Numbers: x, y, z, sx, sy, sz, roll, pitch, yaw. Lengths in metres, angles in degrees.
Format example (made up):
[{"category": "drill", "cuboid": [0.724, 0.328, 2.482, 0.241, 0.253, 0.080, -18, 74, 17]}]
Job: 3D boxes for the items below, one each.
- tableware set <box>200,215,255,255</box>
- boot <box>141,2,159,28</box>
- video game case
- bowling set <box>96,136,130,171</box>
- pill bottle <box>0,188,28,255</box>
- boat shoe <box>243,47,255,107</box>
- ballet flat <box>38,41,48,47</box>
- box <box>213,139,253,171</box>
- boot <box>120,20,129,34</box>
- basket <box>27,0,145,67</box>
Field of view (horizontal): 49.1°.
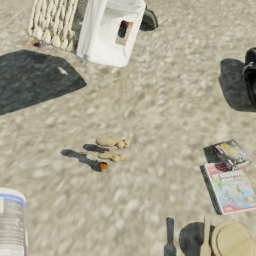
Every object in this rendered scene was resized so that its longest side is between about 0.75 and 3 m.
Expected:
[{"category": "tableware set", "cuboid": [2.139, 3.162, 5.958, 1.508, 0.457, 2.282, 16, 60, -3]}, {"category": "boot", "cuboid": [0.459, -4.511, 11.629, 1.134, 0.588, 1.736, -27, 58, -4]}, {"category": "video game case", "cuboid": [2.694, 1.518, 7.348, 1.005, 0.123, 1.406, -8, 54, -6]}, {"category": "bowling set", "cuboid": [-0.361, 0.722, 7.615, 0.746, 1.390, 0.968, 9, 96, 16]}, {"category": "pill bottle", "cuboid": [-2.784, 2.669, 5.663, 1.467, 1.467, 2.579, -12, 55, -8]}, {"category": "boat shoe", "cuboid": [4.243, -1.744, 9.229, 0.777, 0.973, 2.574, 2, 53, -6]}, {"category": "ballet flat", "cuboid": [-3.033, -3.432, 10.860, 0.986, 0.355, 0.355, -25, 58, -18]}, {"category": "box", "cuboid": [2.886, 0.737, 7.750, 0.690, 0.211, 0.871, -16, 43, -13]}, {"category": "boot", "cuboid": [-0.342, -4.204, 11.420, 1.166, 0.375, 1.087, 12, 76, 24]}, {"category": "basket", "cuboid": [-0.932, -2.794, 7.174, 1.784, 1.960, 2.891, 22, 15, 12]}]
